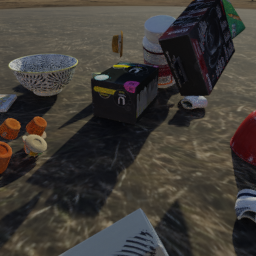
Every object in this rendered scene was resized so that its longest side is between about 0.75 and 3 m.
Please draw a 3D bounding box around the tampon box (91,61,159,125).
[{"bbox_3d":[-0.044,-1.453,10.848,1.812,1.527,2.418,12,31,20],"label":"tampon box"}]

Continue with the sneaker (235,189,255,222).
[{"bbox_3d":[3.163,1.860,6.021,1.626,0.621,0.655,7,41,21],"label":"sneaker"}]

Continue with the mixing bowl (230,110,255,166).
[{"bbox_3d":[4.335,0.130,8.357,2.265,1.226,2.265,0,28,0],"label":"mixing bowl"}]

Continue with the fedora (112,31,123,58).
[{"bbox_3d":[-0.385,-3.065,10.215,0.395,0.969,0.969,1,29,0],"label":"fedora"}]

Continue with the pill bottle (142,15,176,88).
[{"bbox_3d":[1.498,-3.380,12.591,1.644,2.880,1.644,-4,50,4],"label":"pill bottle"}]

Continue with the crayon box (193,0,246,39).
[{"bbox_3d":[3.082,-4.402,10.077,0.706,2.424,1.440,-38,23,15],"label":"crayon box"}]

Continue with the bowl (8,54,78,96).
[{"bbox_3d":[-3.658,-2.277,12.450,2.893,1.358,2.893,1,28,-1],"label":"bowl"}]

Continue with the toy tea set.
[{"bbox_3d":[-3.361,0.466,8.172,2.560,0.948,1.523,-10,59,-54],"label":"toy tea set"}]

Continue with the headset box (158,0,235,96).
[{"bbox_3d":[2.030,-2.284,8.041,0.998,1.924,2.585,5,47,43],"label":"headset box"}]

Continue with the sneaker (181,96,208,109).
[{"bbox_3d":[2.455,-1.240,11.476,0.860,0.548,1.489,-11,32,-24],"label":"sneaker"}]

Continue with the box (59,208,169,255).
[{"bbox_3d":[-0.488,2.216,4.171,2.221,0.913,0.759,-31,36,-4],"label":"box"}]

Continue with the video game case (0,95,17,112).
[{"bbox_3d":[-5.556,-1.020,11.451,1.582,0.181,1.440,-2,29,-2],"label":"video game case"}]

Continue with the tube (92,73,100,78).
[{"bbox_3d":[-0.455,-2.172,12.704,2.922,0.759,0.848,-24,74,-41],"label":"tube"}]
